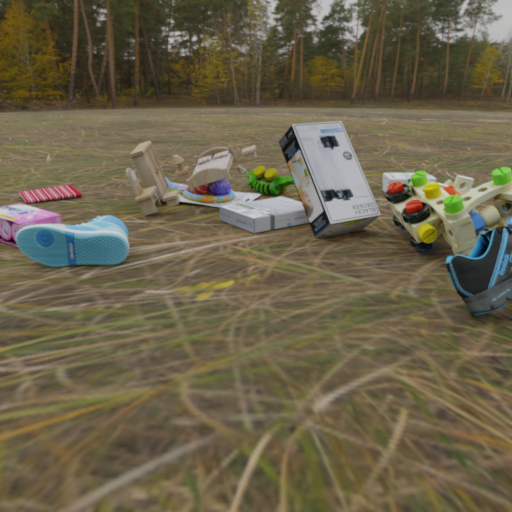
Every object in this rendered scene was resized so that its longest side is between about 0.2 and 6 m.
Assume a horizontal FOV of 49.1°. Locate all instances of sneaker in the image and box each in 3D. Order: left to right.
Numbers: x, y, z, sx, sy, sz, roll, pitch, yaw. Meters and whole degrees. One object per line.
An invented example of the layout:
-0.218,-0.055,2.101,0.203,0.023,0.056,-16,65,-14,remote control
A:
-3.483,-0.350,10.958,2.063,0.820,1.347,7,20,-8,sneaker
3.999,-0.141,8.452,2.464,1.009,0.902,-33,-4,-13,sneaker

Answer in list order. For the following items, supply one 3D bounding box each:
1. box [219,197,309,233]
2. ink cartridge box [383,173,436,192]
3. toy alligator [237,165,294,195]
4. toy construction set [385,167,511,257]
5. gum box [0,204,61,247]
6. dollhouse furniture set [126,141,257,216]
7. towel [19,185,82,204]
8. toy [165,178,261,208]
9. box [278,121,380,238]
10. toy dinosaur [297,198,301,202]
0.303,-1.021,13.497,1.904,0.392,1.484,-14,23,-33,box
4.428,-2.073,16.302,1.333,0.554,0.977,0,19,1,ink cartridge box
0.101,-2.187,16.569,2.501,0.742,0.679,20,68,45,toy alligator
4.148,-1.053,11.534,2.455,1.725,3.744,-22,10,6,toy construction set
-5.084,-0.662,12.150,1.724,0.570,0.978,14,22,35,gum box
-1.614,-2.485,14.468,2.919,1.425,2.490,-15,26,12,dollhouse furniture set
-5.835,-1.730,15.919,1.529,0.172,1.105,-13,25,-29,towel
-1.571,-1.947,15.677,3.096,0.731,1.783,5,22,16,toy
1.635,-1.749,12.575,1.447,2.480,0.746,-10,-17,-28,box
1.789,-1.618,15.035,1.379,1.520,0.798,-41,11,1,toy dinosaur
